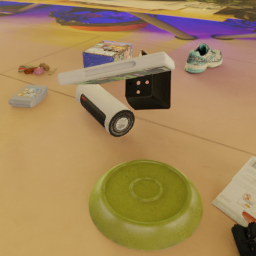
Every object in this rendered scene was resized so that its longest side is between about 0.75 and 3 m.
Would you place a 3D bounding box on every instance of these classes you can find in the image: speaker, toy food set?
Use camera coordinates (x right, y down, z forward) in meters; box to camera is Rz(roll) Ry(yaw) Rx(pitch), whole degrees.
[{"bbox_3d":[-0.750,-0.646,8.400,0.895,0.895,2.205,-20,40,-27],"label":"speaker"},{"bbox_3d":[-3.963,-2.540,11.931,1.651,0.260,1.050,3,33,5],"label":"toy food set"}]

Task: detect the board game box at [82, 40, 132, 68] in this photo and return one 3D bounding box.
[{"bbox_3d":[-0.844,-3.041,12.109,1.473,0.895,1.848,14,36,21],"label":"board game box"}]

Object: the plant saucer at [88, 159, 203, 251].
[{"bbox_3d":[0.366,1.380,5.863,2.400,0.373,2.400,0,32,0],"label":"plant saucer"}]

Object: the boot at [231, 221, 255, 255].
[{"bbox_3d":[2.419,2.072,4.709,1.190,0.454,1.000,-1,37,10],"label":"boot"}]

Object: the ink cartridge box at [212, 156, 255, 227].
[{"bbox_3d":[2.837,1.551,5.619,1.485,0.373,1.711,-43,47,-13],"label":"ink cartridge box"}]

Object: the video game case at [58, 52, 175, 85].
[{"bbox_3d":[-0.085,-1.181,5.869,1.987,0.255,2.186,-8,8,14],"label":"video game case"}]

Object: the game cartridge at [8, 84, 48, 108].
[{"bbox_3d":[-3.415,-1.149,9.832,0.923,0.288,1.387,2,33,11],"label":"game cartridge"}]

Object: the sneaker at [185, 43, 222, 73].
[{"bbox_3d":[3.433,-3.160,12.158,0.938,1.044,2.418,27,42,34],"label":"sneaker"}]

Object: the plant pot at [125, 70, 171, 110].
[{"bbox_3d":[0.506,-1.159,7.897,1.179,1.176,1.046,0,-4,25],"label":"plant pot"}]

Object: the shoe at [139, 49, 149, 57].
[{"bbox_3d":[0.739,-3.270,12.955,0.470,0.359,1.344,-4,34,-7],"label":"shoe"}]
